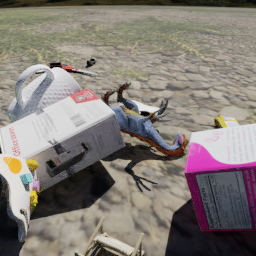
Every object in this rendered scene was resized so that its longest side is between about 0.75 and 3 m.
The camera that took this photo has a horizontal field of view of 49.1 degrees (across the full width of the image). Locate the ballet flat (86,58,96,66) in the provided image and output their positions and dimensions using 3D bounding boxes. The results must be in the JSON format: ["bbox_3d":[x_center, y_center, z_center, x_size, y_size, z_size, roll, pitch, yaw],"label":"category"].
[{"bbox_3d":[-1.884,-3.493,14.578,0.370,0.316,1.114,4,29,7],"label":"ballet flat"}]

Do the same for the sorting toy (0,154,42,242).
[{"bbox_3d":[-1.871,1.273,4.848,0.686,1.284,1.156,-6,38,-14],"label":"sorting toy"}]

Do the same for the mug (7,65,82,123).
[{"bbox_3d":[-2.368,-0.771,7.717,1.538,2.083,1.826,31,57,27],"label":"mug"}]

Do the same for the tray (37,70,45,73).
[{"bbox_3d":[-4.317,-2.841,13.604,0.511,0.106,0.952,-18,34,-29],"label":"tray"}]

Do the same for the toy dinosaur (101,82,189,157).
[{"bbox_3d":[0.366,-0.086,7.577,1.396,2.658,2.412,-27,82,-50],"label":"toy dinosaur"}]

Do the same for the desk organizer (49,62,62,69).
[{"bbox_3d":[-3.068,-2.292,12.028,0.596,0.640,1.662,-7,29,-13],"label":"desk organizer"}]

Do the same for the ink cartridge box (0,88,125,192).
[{"bbox_3d":[-1.543,0.224,6.463,2.383,0.987,1.749,-28,36,-14],"label":"ink cartridge box"}]

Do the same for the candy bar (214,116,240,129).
[{"bbox_3d":[2.953,0.380,7.449,0.725,0.322,2.906,4,28,-1],"label":"candy bar"}]

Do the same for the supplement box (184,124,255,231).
[{"bbox_3d":[2.514,0.767,4.824,2.751,1.422,1.392,-8,25,23],"label":"supplement box"}]

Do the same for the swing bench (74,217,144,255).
[{"bbox_3d":[-0.264,1.958,4.376,0.799,0.521,0.803,15,37,25],"label":"swing bench"}]

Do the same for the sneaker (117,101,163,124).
[{"bbox_3d":[0.210,-0.450,8.486,1.619,0.589,0.685,9,25,34],"label":"sneaker"}]

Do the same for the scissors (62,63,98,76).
[{"bbox_3d":[-2.534,-2.850,13.512,2.813,0.196,1.029,8,28,18],"label":"scissors"}]
